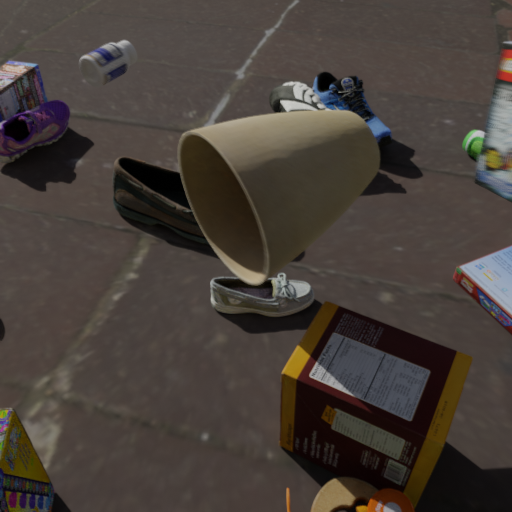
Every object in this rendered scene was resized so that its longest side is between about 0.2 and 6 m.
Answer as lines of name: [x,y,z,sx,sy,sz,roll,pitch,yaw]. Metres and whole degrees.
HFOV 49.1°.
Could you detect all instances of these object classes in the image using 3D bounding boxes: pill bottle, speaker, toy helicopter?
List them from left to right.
pill bottle: [-2.712,-3.587,10.374,0.591,0.591,0.987,27,52,26]
toy helicopter: [0.717,3.013,5.274,1.239,0.739,1.873,14,52,11]
speaker: [4.635,-1.999,10.883,0.529,0.529,1.197,-27,49,-26]

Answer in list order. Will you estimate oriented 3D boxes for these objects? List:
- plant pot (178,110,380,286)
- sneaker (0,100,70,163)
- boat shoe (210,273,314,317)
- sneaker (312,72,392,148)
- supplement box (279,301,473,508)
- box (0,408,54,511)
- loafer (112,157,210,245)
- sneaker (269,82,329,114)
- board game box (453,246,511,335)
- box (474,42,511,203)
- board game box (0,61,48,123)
plant pot: [0.371,-0.831,5.994,1.808,1.693,1.693,-27,49,-21]
sneaker: [-4.442,-2.588,11.137,0.771,0.848,1.918,49,55,-7]
boat shoe: [0.092,0.528,8.128,1.513,0.485,0.558,1,42,1]
sneaker: [1.860,-3.019,11.546,1.006,1.141,2.560,-21,47,-21]
supplement box: [1.210,1.625,6.072,1.625,1.603,1.079,21,49,21]
box: [-3.440,2.936,4.582,2.762,1.685,2.660,-3,43,-4]
loafer: [-1.085,-0.934,9.382,3.035,0.955,1.091,13,44,14]
sneaker: [0.827,-2.680,11.304,1.299,0.954,2.871,-25,46,-18]
board game box: [4.510,1.007,7.725,1.706,0.322,3.313,-19,46,-18]
box: [3.138,-1.046,5.293,0.462,1.587,2.318,-9,30,-18]
board game box: [-5.109,-3.182,11.682,0.719,1.184,1.485,11,43,12]
